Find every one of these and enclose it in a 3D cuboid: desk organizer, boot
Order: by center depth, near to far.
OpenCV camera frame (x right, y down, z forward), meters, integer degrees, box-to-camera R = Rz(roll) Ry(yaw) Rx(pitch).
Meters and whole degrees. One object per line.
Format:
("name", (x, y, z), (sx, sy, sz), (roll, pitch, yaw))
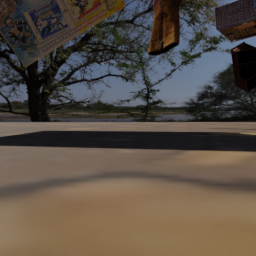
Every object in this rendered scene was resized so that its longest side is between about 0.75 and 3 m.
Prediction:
("boot", (1.348, -3.421, 7.874), (0.798, 2.330, 2.194), (20, -20, -35))
("desk organizer", (3.796, -1.938, 9.036), (0.535, 1.491, 0.574), (-30, 39, -4))

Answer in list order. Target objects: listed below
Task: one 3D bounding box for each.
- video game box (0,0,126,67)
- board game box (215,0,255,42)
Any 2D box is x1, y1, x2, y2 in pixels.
("video game box", (-1.686, -3.056, 5.734), (2.784, 2.537, 0.652), (-34, 40, -9))
("board game box", (3.364, -3.184, 8.302), (1.088, 0.661, 1.365), (-7, -7, 39))
